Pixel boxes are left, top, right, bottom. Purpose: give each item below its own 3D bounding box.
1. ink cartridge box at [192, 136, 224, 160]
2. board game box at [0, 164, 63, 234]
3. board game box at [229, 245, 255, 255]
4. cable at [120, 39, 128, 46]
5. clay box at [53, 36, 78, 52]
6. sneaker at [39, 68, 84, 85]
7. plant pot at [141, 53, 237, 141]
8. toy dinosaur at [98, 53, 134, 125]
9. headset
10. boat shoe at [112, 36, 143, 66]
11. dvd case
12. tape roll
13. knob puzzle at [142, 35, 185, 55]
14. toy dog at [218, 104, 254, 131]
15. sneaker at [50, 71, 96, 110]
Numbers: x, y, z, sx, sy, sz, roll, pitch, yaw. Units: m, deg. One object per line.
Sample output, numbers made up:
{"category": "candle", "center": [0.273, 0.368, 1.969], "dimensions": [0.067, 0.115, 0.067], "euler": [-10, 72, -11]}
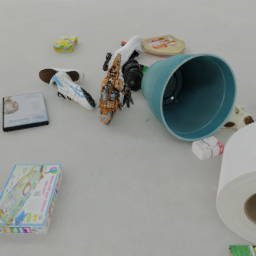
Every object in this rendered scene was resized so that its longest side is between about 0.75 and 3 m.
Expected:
{"category": "ink cartridge box", "center": [2.608, 0.657, 9.175], "dimensions": [0.830, 0.344, 0.608], "euler": [-15, 39, -19]}
{"category": "board game box", "center": [-2.683, 1.843, 7.615], "dimensions": [1.416, 0.360, 2.106], "euler": [0, 37, 1]}
{"category": "board game box", "center": [2.707, 3.185, 6.045], "dimensions": [0.696, 0.156, 1.329], "euler": [-1, 37, 3]}
{"category": "cable", "center": [0.092, -4.978, 16.567], "dimensions": [1.281, 0.322, 0.622], "euler": [24, 43, 28]}
{"category": "clay box", "center": [-3.646, -4.879, 16.338], "dimensions": [1.057, 0.438, 1.840], "euler": [2, 38, 3]}
{"category": "sneaker", "center": [-3.041, -2.368, 12.997], "dimensions": [2.140, 0.779, 0.906], "euler": [7, 12, 14]}
{"category": "plant pot", "center": [1.830, -1.310, 10.009], "dimensions": [2.831, 2.831, 2.660], "euler": [-14, 23, -17]}
{"category": "toy dinosaur", "center": [-0.494, -1.439, 10.623], "dimensions": [1.372, 1.823, 2.685], "euler": [29, 87, 13]}
{"category": "headset", "center": [0.258, -2.534, 12.418], "dimensions": [2.760, 1.297, 1.704], "euler": [7, 39, -16]}
{"category": "boat shoe", "center": [0.233, -4.067, 14.924], "dimensions": [0.942, 0.990, 2.751], "euler": [28, 43, 14]}
{"category": "dvd case", "center": [-4.070, -0.695, 11.013], "dimensions": [1.613, 0.198, 2.262], "euler": [-10, 39, -17]}
{"category": "tape roll", "center": [3.462, 1.302, 6.521], "dimensions": [2.574, 2.574, 1.767], "euler": [12, 39, 15]}
{"category": "knob puzzle", "center": [2.082, -4.580, 15.980], "dimensions": [2.896, 0.402, 2.896], "euler": [0, 37, 0]}
{"category": "toy dog", "center": [3.828, -0.329, 10.023], "dimensions": [1.348, 0.941, 1.307], "euler": [22, 48, 23]}
{"category": "sneaker", "center": [-2.294, -1.434, 11.629], "dimensions": [0.961, 0.953, 2.652], "euler": [-49, 58, -1]}
